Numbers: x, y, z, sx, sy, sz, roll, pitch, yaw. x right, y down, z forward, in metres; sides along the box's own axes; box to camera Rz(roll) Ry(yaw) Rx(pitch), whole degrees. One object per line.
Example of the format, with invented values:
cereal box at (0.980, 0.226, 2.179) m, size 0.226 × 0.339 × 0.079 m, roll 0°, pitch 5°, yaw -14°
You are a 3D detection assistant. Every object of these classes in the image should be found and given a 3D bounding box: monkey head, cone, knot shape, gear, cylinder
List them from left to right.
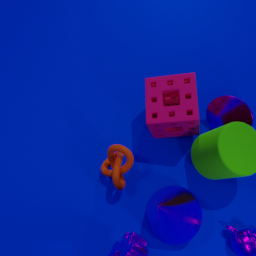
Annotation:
gear at (-0.311, 3.164, 5.847) m, size 0.372 × 2.013 × 2.013 m, roll 35°, pitch 70°, yaw -2°
knot shape at (-0.280, 1.068, 7.312) m, size 0.545 × 1.179 × 1.103 m, roll 3°, pitch 64°, yaw -28°
cone at (0.893, 1.920, 6.502) m, size 1.453 × 1.458 × 1.453 m, roll -8°, pitch 65°, yaw 19°
cylinder at (2.510, 0.624, 7.196) m, size 1.312 × 1.312 × 1.312 m, roll 4°, pitch 75°, yaw -16°
cone at (3.203, -0.567, 8.278) m, size 1.320 × 1.320 × 1.325 m, roll 40°, pitch 45°, yaw 16°
monkey head at (2.934, 2.804, 6.891) m, size 0.675 × 0.806 × 1.120 m, roll -36°, pitch 76°, yaw 31°

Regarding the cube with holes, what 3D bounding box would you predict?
cube with holes at (1.234, -0.560, 7.670) m, size 1.296 × 1.296 × 1.296 m, roll -5°, pitch 71°, yaw 13°
